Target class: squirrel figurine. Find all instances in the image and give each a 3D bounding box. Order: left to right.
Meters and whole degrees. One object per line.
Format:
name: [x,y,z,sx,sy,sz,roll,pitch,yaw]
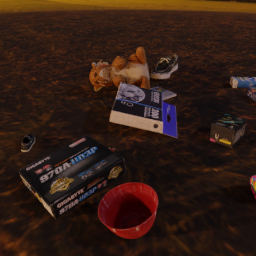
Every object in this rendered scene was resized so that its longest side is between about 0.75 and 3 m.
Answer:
squirrel figurine: [-0.354,-2.388,12.647,2.562,1.943,2.745,-8,11,9]

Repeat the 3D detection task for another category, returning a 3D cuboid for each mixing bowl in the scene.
mixing bowl: [0.064,1.756,5.646,1.209,0.655,1.209,-11,30,7]

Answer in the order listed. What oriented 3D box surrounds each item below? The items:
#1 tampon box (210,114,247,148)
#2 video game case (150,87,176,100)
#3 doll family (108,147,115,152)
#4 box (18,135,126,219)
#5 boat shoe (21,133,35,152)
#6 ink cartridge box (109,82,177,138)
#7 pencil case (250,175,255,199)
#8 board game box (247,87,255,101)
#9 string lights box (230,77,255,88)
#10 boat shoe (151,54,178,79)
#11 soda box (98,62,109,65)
tampon box: [3.185,0.064,8.892,0.748,0.630,0.999,21,36,37]
video game case: [1.417,-1.543,12.431,0.856,0.108,1.195,-21,35,-32]
doll family: [-0.631,0.858,7.803,0.760,0.342,0.472,-34,39,-6]
box: [-1.356,1.081,6.965,2.094,0.482,1.664,-29,39,-32]
boat shoe: [-3.093,0.378,8.680,0.330,0.311,0.920,-4,27,-3]
ink cartridge box: [0.664,-0.704,9.845,2.317,0.503,2.296,14,33,-3]
pencil case: [3.667,1.336,6.613,1.491,0.659,0.659,-3,29,-9]
board game box: [5.975,-1.332,11.713,1.336,0.412,1.337,-4,28,-7]
string lights box: [5.555,-2.150,13.261,1.253,0.369,0.644,1,28,3]
boat shoe: [1.944,-3.320,14.870,0.994,0.895,2.812,12,31,21]
soda box: [-1.227,-2.943,14.564,0.565,0.534,1.669,-5,28,-9]
